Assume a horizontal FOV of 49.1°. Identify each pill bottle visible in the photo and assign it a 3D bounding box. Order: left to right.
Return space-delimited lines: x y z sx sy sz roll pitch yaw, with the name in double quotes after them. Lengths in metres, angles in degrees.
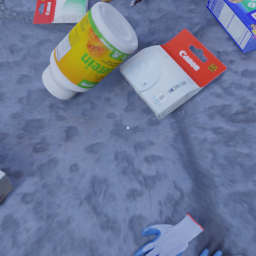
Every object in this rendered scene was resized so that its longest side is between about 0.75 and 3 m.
-1.202 -2.011 7.990 2.792 1.550 1.550 -34 59 32 "pill bottle"

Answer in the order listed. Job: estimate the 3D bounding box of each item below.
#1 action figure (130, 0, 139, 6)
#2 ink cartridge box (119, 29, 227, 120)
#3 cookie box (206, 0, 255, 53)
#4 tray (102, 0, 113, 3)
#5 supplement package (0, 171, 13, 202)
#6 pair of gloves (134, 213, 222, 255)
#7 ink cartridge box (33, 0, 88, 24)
0.351 -5.430 10.945 1.586 1.062 1.181 40 32 9 "action figure"
1.379 -1.856 8.746 2.637 0.623 2.111 -37 68 1 "ink cartridge box"
4.500 -4.196 10.060 2.200 0.966 2.572 -21 66 -12 "cookie box"
-0.965 -5.299 11.085 0.420 0.158 0.851 -26 67 -13 "tray"
-4.004 1.322 7.266 1.629 0.892 0.927 28 55 13 "supplement package"
1.326 3.209 6.648 1.896 0.269 2.359 -34 65 -14 "pair of gloves"
-2.545 -4.705 10.616 2.030 0.508 1.633 0 63 -2 "ink cartridge box"
